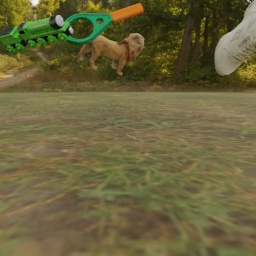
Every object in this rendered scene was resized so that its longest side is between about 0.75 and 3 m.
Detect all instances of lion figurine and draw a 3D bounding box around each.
[{"bbox_3d":[-0.687,-3.044,10.842,2.695,1.651,0.977,0,41,-35],"label":"lion figurine"}]

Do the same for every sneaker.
[{"bbox_3d":[2.575,-1.862,6.079,0.721,1.925,0.959,12,42,-20],"label":"sneaker"}]

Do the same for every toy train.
[{"bbox_3d":[-2.788,-2.794,8.299,2.640,0.551,0.745,-2,-38,28],"label":"toy train"}]

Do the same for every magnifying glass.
[{"bbox_3d":[-0.785,-3.337,8.796,2.658,1.058,0.298,-23,-18,-6],"label":"magnifying glass"}]
